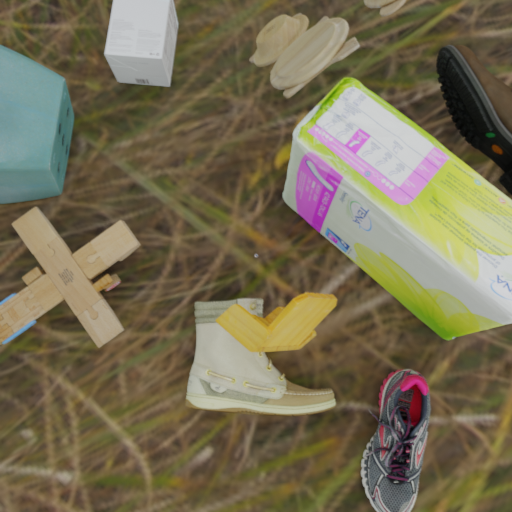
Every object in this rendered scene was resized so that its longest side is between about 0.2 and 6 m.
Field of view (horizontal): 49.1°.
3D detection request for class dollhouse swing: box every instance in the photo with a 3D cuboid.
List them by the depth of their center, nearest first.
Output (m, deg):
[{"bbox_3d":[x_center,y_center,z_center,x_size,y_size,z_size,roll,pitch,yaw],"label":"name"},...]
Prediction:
[{"bbox_3d":[0.275,0.644,6.828,0.948,1.043,0.917,36,107,35],"label":"dollhouse swing"}]

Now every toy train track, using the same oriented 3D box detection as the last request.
[{"bbox_3d":[-3.239,0.750,7.990,3.678,0.598,2.110,-35,88,-1],"label":"toy train track"}]

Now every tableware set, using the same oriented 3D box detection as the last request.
[{"bbox_3d":[0.962,-3.222,7.348,2.457,2.942,0.341,-42,123,9],"label":"tableware set"}]

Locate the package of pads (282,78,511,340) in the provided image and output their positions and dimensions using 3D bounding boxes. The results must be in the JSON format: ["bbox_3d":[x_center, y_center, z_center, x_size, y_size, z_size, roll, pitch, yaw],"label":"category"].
[{"bbox_3d":[1.885,-0.444,7.117,3.330,2.573,1.136,41,80,8],"label":"package of pads"}]

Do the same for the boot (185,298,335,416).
[{"bbox_3d":[0.091,1.374,7.748,2.043,0.736,1.580,3,77,1],"label":"boot"}]

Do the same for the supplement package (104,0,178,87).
[{"bbox_3d":[-1.727,-3.346,8.601,0.861,0.855,1.135,5,79,1],"label":"supplement package"}]

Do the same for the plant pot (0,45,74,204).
[{"bbox_3d":[-4.184,-1.861,7.742,2.979,2.105,2.106,7,79,-11],"label":"plant pot"}]

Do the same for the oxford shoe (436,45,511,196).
[{"bbox_3d":[3.438,-1.875,7.556,1.101,0.948,2.610,-36,87,-2],"label":"oxford shoe"}]

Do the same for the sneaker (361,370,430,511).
[{"bbox_3d":[1.886,2.504,7.506,0.792,0.734,1.966,8,79,2],"label":"sneaker"}]
